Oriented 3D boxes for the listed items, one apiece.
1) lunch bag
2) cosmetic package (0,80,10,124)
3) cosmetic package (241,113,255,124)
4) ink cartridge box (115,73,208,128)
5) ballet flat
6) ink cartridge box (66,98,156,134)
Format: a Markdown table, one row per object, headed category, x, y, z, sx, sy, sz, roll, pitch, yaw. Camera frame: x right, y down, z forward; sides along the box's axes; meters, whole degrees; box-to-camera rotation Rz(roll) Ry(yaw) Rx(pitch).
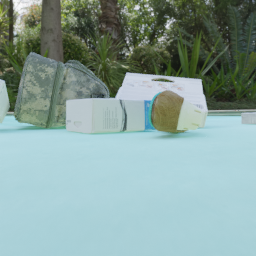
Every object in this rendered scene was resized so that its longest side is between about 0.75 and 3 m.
| category | x | y | z | sx | sy | sz | roll | pitch | yaw |
| --- | --- | --- | --- | --- | --- | --- | --- | --- | --- |
| lunch bag | -2.040 | -0.957 | 8.648 | 2.442 | 2.029 | 2.912 | 12 | -2 | -20 |
| cosmetic package | -3.312 | -0.685 | 6.587 | 0.794 | 0.578 | 1.562 | 19 | -24 | -10 |
| cosmetic package | 5.417 | -0.384 | 11.082 | 1.839 | 0.466 | 0.759 | -2 | 4 | -29 |
| ink cartridge box | 1.038 | -0.952 | 8.846 | 2.654 | 0.593 | 2.339 | 6 | 32 | 7 |
| ballet flat | 1.000 | -0.209 | 5.472 | 0.848 | 0.795 | 2.344 | 15 | -2 | 14 |
| ink cartridge box | -0.389 | -0.292 | 6.530 | 1.749 | 0.732 | 1.269 | -2 | 4 | -38 |
